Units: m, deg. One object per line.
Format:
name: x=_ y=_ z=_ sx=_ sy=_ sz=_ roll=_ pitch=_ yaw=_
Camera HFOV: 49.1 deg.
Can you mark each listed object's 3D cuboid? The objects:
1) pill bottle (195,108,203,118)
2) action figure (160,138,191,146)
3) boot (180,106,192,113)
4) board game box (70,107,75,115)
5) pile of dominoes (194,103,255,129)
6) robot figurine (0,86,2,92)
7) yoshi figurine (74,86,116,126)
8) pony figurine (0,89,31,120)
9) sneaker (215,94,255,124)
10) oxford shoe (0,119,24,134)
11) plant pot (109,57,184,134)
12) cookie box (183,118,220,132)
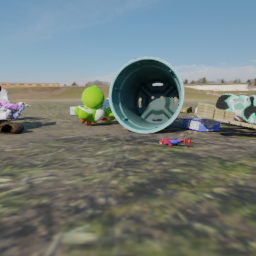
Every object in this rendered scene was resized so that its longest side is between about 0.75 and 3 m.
pill bottle: x=4.225 y=-0.883 z=14.955 sx=1.174 sy=0.659 sz=0.659 roll=-4 pitch=9 yaw=-32
action figure: x=1.150 y=0.366 z=7.123 sx=0.300 sy=0.237 sz=0.917 roll=1 pitch=1 yaw=-40
boot: x=3.433 y=-1.208 z=18.349 sx=1.282 sy=0.424 sz=1.123 roll=4 pitch=8 yaw=34
board game box: x=-1.736 y=-0.987 z=16.298 sx=2.387 sy=0.492 sz=2.393 roll=-6 pitch=10 yaw=-40
pile of dominoes: x=3.787 y=-0.310 z=9.139 sx=2.984 sy=0.475 sz=2.326 roll=10 pitch=6 yaw=-10
robot figurine: x=-5.414 y=-0.713 z=9.483 sx=1.699 sy=2.046 sz=2.724 roll=15 pitch=2 yaw=-20
yoshi figurine: x=-0.891 y=-1.061 z=11.543 sx=1.613 sy=1.607 sz=2.870 roll=-14 pitch=0 yaw=41
pony figurine: x=-5.866 y=-0.974 z=13.338 sx=1.969 sy=1.699 sz=2.040 roll=6 pitch=-12 yaw=-36
sneaker: x=4.674 y=-0.519 z=10.280 sx=1.781 sy=0.989 sz=2.545 roll=22 pitch=8 yaw=-31
oxford shoe: x=-4.149 y=-0.038 z=9.292 sx=1.259 sy=0.458 sz=0.531 roll=2 pitch=9 yaw=17
plant pot: x=0.905 y=-1.091 z=10.452 sx=2.557 sy=2.557 sz=2.504 roll=2 pitch=0 yaw=16
cookie box: x=2.650 y=-0.130 z=10.165 sx=0.889 sy=0.391 sz=1.040 roll=-1 pitch=8 yaw=-23
